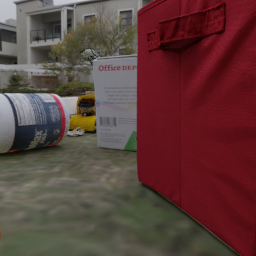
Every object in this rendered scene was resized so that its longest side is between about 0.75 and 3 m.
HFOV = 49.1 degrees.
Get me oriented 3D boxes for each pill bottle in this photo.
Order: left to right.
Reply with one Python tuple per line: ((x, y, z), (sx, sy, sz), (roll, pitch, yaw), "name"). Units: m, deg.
((-2.124, -0.103, 5.244), (1.080, 1.080, 1.806), (7, 10, 41), "pill bottle")

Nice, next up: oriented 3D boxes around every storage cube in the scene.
((1.325, -0.262, 2.843), (2.281, 2.051, 1.950), (-4, 9, -22), "storage cube")

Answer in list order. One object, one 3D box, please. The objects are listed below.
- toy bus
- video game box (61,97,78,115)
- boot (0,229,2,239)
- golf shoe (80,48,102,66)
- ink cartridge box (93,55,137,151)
((-0.976, -0.513, 8.139), (2.033, 1.113, 2.155), (-3, 8, -23), "toy bus")
((-2.918, -0.375, 7.720), (2.334, 0.600, 2.562), (-6, 6, 17), "video game box")
((-0.747, 0.708, 0.887), (1.809, 0.667, 1.400), (2, 6, 5), "boot")
((-1.482, -2.950, 11.789), (0.502, 0.611, 1.293), (-18, -13, 33), "golf shoe")
((0.063, -0.500, 5.454), (1.273, 1.753, 0.767), (3, 14, 28), "ink cartridge box")
